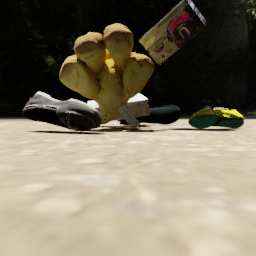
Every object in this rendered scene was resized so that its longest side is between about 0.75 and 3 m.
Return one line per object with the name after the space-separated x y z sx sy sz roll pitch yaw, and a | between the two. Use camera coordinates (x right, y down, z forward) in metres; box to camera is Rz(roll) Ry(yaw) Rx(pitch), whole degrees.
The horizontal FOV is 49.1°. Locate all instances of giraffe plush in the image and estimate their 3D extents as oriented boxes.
-0.431 -1.490 7.746 2.251 2.609 2.116 -19 26 7 | giraffe plush

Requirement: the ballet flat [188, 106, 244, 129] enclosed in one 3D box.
2.345 -0.313 7.632 1.771 0.593 0.592 2 -37 -20 | ballet flat

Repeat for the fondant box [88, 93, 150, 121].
-0.365 -0.686 9.515 1.951 0.568 1.407 -10 16 -6 | fondant box

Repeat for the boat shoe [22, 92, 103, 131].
-1.435 -0.237 5.890 2.186 0.623 0.731 16 -32 38 | boat shoe

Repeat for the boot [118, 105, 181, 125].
0.759 -0.471 10.791 2.066 0.765 1.693 -1 2 38 | boot

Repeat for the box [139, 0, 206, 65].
1.241 -2.634 7.649 1.575 0.904 1.041 -36 13 29 | box
